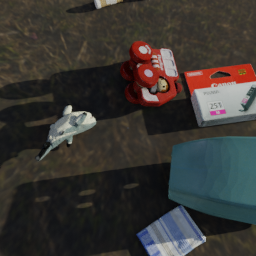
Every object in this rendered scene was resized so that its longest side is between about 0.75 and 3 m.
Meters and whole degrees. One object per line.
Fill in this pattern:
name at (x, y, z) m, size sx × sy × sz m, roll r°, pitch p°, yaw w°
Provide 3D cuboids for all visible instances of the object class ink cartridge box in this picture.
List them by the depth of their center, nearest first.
ink cartridge box at (3.315, -1.241, 9.176) m, size 2.507 × 0.546 × 2.176 m, roll -8°, pitch 66°, yaw -4°

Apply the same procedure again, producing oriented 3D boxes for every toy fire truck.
toy fire truck at (0.863, -1.731, 9.139) m, size 1.856 × 1.239 × 2.210 m, roll -1°, pitch 64°, yaw -21°

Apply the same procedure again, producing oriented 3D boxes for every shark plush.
shark plush at (-1.787, 0.239, 8.226) m, size 0.952 × 0.873 × 2.095 m, roll 14°, pitch 55°, yaw 33°

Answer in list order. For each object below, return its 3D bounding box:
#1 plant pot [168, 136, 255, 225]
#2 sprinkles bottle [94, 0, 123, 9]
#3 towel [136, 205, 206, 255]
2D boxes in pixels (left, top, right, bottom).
plant pot at (2.403, 1.328, 7.304) m, size 2.616 × 1.848 × 1.849 m, roll 4°, pitch 64°, yaw 10°
sprinkles bottle at (-0.769, -5.048, 11.084) m, size 1.088 × 0.371 × 0.371 m, roll -21°, pitch 66°, yaw -9°
towel at (1.141, 2.875, 7.395) m, size 1.526 × 0.182 × 1.120 m, roll -29°, pitch 67°, yaw -13°
